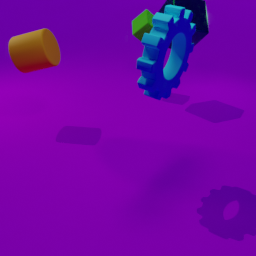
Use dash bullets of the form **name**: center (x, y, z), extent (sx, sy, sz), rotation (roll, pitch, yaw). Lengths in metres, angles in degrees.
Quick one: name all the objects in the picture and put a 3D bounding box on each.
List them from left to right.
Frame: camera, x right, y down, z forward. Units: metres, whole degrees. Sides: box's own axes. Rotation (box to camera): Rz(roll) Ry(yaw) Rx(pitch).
- **cylinder**: center (-2.413, -2.000, 7.317), extent (0.961, 0.961, 0.961), rotation (-10, 26, 13)
- **cube**: center (0.636, -3.474, 9.699), extent (0.713, 0.713, 0.713), rotation (26, 50, -38)
- **gear**: center (0.658, -1.200, 4.606), extent (0.271, 1.466, 1.466), rotation (24, 35, 27)
- **cube**: center (1.640, -3.231, 8.679), extent (1.163, 1.163, 1.163), rotation (5, -17, -21)
